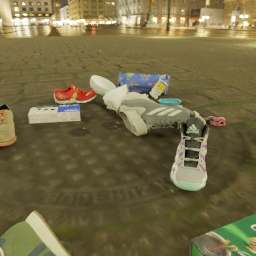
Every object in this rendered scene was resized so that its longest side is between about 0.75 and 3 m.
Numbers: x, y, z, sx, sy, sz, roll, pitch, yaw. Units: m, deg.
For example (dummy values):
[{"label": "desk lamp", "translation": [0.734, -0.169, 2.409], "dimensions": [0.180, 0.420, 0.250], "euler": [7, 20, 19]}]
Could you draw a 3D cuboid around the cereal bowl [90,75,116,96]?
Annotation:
[{"label": "cereal bowl", "translation": [-1.216, -1.883, 12.975], "dimensions": [1.269, 0.528, 1.269], "euler": [25, 27, -14]}]

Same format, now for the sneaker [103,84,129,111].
[{"label": "sneaker", "translation": [-0.410, -1.021, 11.413], "dimensions": [1.136, 0.997, 2.834], "euler": [-13, 19, 1]}]

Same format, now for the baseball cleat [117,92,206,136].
[{"label": "baseball cleat", "translation": [1.045, -0.197, 9.486], "dimensions": [2.945, 1.027, 1.567], "euler": [20, 60, 16]}]

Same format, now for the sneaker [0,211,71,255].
[{"label": "sneaker", "translation": [-1.256, 2.198, 3.931], "dimensions": [1.067, 0.797, 2.377], "euler": [-29, 37, -30]}]

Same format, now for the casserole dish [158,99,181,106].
[{"label": "casserole dish", "translation": [1.842, -1.122, 12.403], "dimensions": [1.017, 0.197, 0.616], "euler": [0, 23, 2]}]

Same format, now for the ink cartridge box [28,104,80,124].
[{"label": "ink cartridge box", "translation": [-2.792, -0.560, 10.783], "dimensions": [1.872, 0.414, 0.880], "euler": [-3, 24, -8]}]

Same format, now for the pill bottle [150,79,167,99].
[{"label": "pill bottle", "translation": [1.405, -1.804, 12.987], "dimensions": [0.479, 0.839, 0.479], "euler": [36, 10, -7]}]

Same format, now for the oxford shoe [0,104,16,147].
[{"label": "oxford shoe", "translation": [-4.132, -0.118, 9.114], "dimensions": [0.823, 0.873, 2.335], "euler": [-6, 24, -23]}]

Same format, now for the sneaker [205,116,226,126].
[{"label": "sneaker", "translation": [3.173, -0.208, 10.164], "dimensions": [0.801, 0.317, 0.382], "euler": [-2, 34, -2]}]

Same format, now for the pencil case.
[{"label": "pencil case", "translation": [0.750, -2.199, 13.891], "dimensions": [2.616, 1.021, 1.136], "euler": [4, 26, 10]}]

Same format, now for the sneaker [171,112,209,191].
[{"label": "sneaker", "translation": [1.576, 0.389, 7.004], "dimensions": [0.885, 1.592, 2.276], "euler": [4, 23, 10]}]

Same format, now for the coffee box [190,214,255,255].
[{"label": "coffee box", "translation": [2.160, 2.034, 4.588], "dimensions": [1.973, 0.434, 1.213], "euler": [-10, 25, -22]}]

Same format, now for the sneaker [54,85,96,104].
[{"label": "sneaker", "translation": [-2.371, -1.562, 12.641], "dimensions": [1.908, 0.810, 0.735], "euler": [-8, 25, -17]}]
